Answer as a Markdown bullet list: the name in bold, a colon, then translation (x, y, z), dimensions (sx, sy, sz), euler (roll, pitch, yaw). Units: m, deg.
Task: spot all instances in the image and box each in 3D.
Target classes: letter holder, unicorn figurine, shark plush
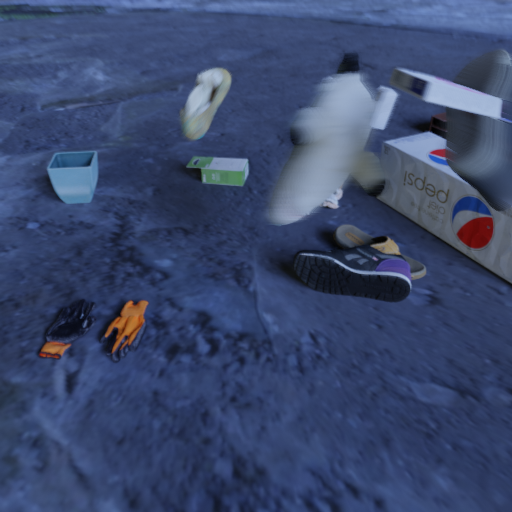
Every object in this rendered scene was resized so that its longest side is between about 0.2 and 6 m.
- **letter holder**: translation (6.146, -4.036, 17.391), dimensions (1.262, 0.635, 0.897), euler (-21, 40, -29)
- **unicorn figurine**: translation (1.794, -1.405, 13.574), dimensions (0.668, 0.359, 0.972), euler (8, 46, -7)
- **shark plush**: translation (1.101, -2.404, 9.887), dimensions (1.778, 1.630, 3.914), euler (19, 61, -22)

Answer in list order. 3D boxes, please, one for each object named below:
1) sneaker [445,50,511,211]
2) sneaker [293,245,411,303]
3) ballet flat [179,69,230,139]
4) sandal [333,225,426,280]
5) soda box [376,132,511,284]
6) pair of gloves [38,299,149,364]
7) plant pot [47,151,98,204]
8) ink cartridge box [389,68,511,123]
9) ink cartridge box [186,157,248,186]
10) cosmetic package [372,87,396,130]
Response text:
- **sneaker**: translation (3.090, -1.669, 7.463), dimensions (0.787, 1.118, 2.105), euler (-5, 56, 45)
- **sneaker**: translation (1.793, 0.203, 10.534), dimensions (2.183, 0.827, 0.956), euler (14, 42, 4)
- **ballet flat**: translation (-1.025, -3.258, 11.270), dimensions (0.723, 0.723, 2.046), euler (9, 59, 14)
- **sandal**: translation (2.428, -0.158, 11.284), dimensions (0.860, 0.578, 2.141), euler (-26, 47, -32)
- **soda box**: translation (4.582, -1.165, 12.005), dimensions (1.447, 1.548, 4.545), euler (-15, 35, -22)
- **pair of gloves**: translation (-2.684, 1.253, 9.485), dimensions (1.658, 0.205, 1.477), euler (0, 34, 6)
- **plant pot**: translation (-4.349, -1.850, 13.563), dimensions (1.020, 1.042, 1.023), euler (-4, 33, -5)
- **ink cartridge box**: translation (2.231, -1.826, 6.336), dimensions (1.147, 0.248, 1.126), euler (9, 23, -12)
- **ink cartridge box**: translation (-1.005, -2.239, 14.723), dimensions (1.503, 0.446, 0.780), euler (5, 33, 8)
- **cosmetic package**: translation (3.352, -3.938, 14.955), dimensions (0.351, 0.985, 0.500), euler (10, 31, -12)
